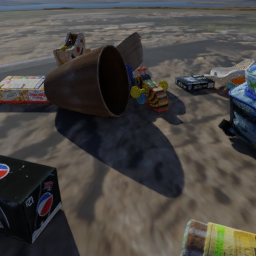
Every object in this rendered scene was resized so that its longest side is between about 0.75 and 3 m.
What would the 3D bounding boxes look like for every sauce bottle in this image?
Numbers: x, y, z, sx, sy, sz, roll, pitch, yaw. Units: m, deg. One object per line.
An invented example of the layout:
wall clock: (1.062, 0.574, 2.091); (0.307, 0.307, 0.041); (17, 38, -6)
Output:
sauce bottle: (1.994, 1.823, 3.336); (2.718, 0.879, 0.879); (8, 28, 18)

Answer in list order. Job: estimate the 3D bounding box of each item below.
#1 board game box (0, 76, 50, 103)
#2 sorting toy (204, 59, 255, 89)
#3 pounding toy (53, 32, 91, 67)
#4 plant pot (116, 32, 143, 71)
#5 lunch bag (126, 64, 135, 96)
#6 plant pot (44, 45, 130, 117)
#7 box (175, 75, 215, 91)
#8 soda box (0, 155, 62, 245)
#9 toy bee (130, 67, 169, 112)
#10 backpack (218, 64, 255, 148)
board game box: (-3.504, -1.416, 9.985); (2.093, 0.485, 1.586); (0, 27, 1)
sorting toy: (3.845, -1.985, 10.591); (1.675, 0.994, 1.861); (14, 31, 30)
pounding toy: (-2.357, -3.812, 13.545); (1.472, 1.467, 2.565); (8, 29, 14)
plant pot: (-0.121, -2.725, 11.420); (1.036, 2.245, 2.245); (47, 33, -5)
lunch bag: (-0.452, -1.569, 9.685); (1.438, 0.977, 0.951); (5, 50, 13)
plant pot: (-1.349, -1.281, 8.486); (2.195, 2.052, 2.052); (-4, 24, 24)
box: (2.591, -1.769, 10.911); (1.227, 0.267, 0.983); (-8, 28, -15)
soda box: (-2.629, 1.015, 4.869); (2.799, 0.886, 0.990); (9, 30, 18)
toy bee: (0.535, -1.367, 9.230); (2.080, 1.131, 1.362); (20, 36, 34)
backpack: (3.991, -0.384, 6.023); (2.716, 2.181, 2.969); (-24, 41, -14)
